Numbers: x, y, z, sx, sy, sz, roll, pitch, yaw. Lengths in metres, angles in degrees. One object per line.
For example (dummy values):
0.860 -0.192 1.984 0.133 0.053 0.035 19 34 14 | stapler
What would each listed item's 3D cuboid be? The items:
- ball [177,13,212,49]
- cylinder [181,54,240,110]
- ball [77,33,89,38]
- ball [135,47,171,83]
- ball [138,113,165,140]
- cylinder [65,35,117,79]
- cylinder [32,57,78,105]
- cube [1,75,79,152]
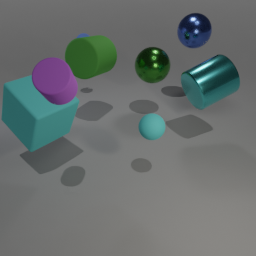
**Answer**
2.757 -4.031 11.642 1.400 1.400 1.400 0 29 0 | ball
2.719 -1.526 9.364 1.400 1.400 1.400 -28 35 -6 | cylinder
-1.924 -3.776 12.254 0.700 0.700 0.700 0 29 0 | ball
0.959 -2.453 10.974 1.400 1.400 1.400 0 29 0 | ball
0.623 -0.030 7.312 0.700 0.700 0.700 0 29 0 | ball
-1.315 -2.585 10.147 1.400 1.400 1.400 13 25 21 | cylinder
-1.341 -0.852 5.228 0.700 0.700 0.700 0 -11 -1 | cylinder
-2.436 -0.488 7.726 1.400 1.400 1.400 43 45 15 | cube
